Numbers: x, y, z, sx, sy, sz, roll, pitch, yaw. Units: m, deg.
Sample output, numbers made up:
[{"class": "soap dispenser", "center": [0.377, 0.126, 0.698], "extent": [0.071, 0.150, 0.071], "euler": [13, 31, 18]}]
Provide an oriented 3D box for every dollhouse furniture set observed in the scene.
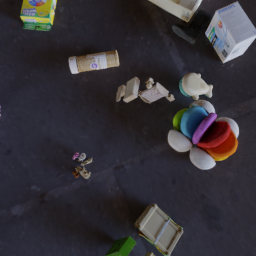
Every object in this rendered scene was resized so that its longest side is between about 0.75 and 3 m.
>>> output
[{"class": "dollhouse furniture set", "center": [0.649, 4.279, 10.415], "extent": [1.625, 1.245, 2.481], "euler": [44, 52, 3]}, {"class": "dollhouse furniture set", "center": [0.634, -1.054, 10.675], "extent": [1.734, 1.478, 0.846], "euler": [31, 55, -32]}]

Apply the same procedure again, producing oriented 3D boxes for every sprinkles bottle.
[{"class": "sprinkles bottle", "center": [-1.444, -2.832, 11.960], "extent": [2.064, 0.704, 0.704], "euler": [-10, 77, -2]}]

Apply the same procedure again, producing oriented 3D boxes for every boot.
[{"class": "boot", "center": [2.866, -4.690, 12.476], "extent": [1.255, 0.500, 1.523], "euler": [36, 84, -4]}]

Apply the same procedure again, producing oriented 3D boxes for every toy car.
[{"class": "toy car", "center": [2.945, 0.151, 10.641], "extent": [2.601, 1.950, 2.276], "euler": [39, 81, 8]}]

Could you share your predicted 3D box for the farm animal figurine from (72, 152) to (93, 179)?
[{"class": "farm animal figurine", "center": [-1.837, 1.497, 11.123], "extent": [0.808, 0.503, 1.000], "euler": [8, 73, -17]}]

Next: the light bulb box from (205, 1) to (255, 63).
[{"class": "light bulb box", "center": [4.272, -3.962, 11.731], "extent": [1.043, 1.656, 1.671], "euler": [-25, 77, -6]}]

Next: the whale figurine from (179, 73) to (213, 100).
[{"class": "whale figurine", "center": [2.836, -1.703, 11.791], "extent": [1.499, 0.778, 1.192], "euler": [13, 75, -22]}]

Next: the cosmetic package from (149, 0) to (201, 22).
[{"class": "cosmetic package", "center": [2.065, -5.971, 12.617], "extent": [2.334, 0.830, 1.228], "euler": [31, 79, 7]}]

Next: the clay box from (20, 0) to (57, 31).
[{"class": "clay box", "center": [-4.007, -5.589, 12.669], "extent": [1.334, 0.553, 2.321], "euler": [5, 76, 2]}]
